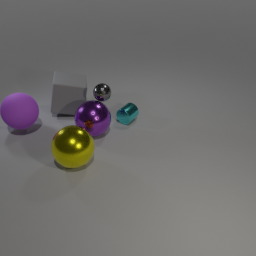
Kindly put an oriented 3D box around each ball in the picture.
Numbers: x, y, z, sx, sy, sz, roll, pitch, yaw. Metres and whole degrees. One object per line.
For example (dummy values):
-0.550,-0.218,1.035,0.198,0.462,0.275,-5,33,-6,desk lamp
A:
-1.787,0.610,9.116,1.400,1.400,1.400,0,32,0,ball
-0.989,-1.364,10.748,0.700,0.700,0.700,0,32,0,ball
-1.340,-0.364,10.711,1.400,1.400,1.400,0,32,0,ball
-4.155,-0.650,10.772,1.400,1.400,1.400,0,32,0,ball

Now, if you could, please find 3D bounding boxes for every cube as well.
-2.593,-1.518,12.271,1.400,1.400,1.400,5,31,-14,cube

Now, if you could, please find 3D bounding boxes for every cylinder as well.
-0.018,-0.606,11.686,0.700,0.700,0.700,19,40,28,cylinder
